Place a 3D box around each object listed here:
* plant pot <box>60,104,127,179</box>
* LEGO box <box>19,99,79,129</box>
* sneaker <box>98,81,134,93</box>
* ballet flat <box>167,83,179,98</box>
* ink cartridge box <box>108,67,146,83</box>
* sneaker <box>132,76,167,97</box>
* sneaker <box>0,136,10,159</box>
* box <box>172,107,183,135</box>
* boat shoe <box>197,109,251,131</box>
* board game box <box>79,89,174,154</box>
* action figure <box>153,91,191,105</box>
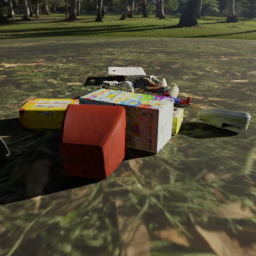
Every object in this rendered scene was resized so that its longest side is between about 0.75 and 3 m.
[{"bbox_3d":[-0.931,0.430,7.184,1.568,1.566,1.382,3,35,9],"label":"plant pot"},{"bbox_3d":[-2.858,-0.555,10.391,1.876,0.724,1.397,0,22,1],"label":"LEGO box"},{"bbox_3d":[-0.711,-1.838,13.449,1.282,0.786,1.970,-17,28,-33],"label":"sneaker"},{"bbox_3d":[2.219,-1.855,13.675,0.551,0.551,1.586,2,23,4],"label":"ballet flat"},{"bbox_3d":[-0.123,-3.293,17.254,2.177,0.553,2.471,-1,22,-3],"label":"ink cartridge box"},{"bbox_3d":[0.784,-2.150,13.989,2.467,0.980,0.968,8,25,21],"label":"sneaker"},{"bbox_3d":[-4.428,0.465,7.894,2.814,1.037,1.126,11,38,35],"label":"sneaker"},{"bbox_3d":[0.530,-0.425,10.142,2.755,0.690,1.037,8,23,19],"label":"box"},{"bbox_3d":[3.322,-0.292,9.926,1.851,0.574,0.666,6,-22,35],"label":"boat shoe"},{"bbox_3d":[-0.043,-0.318,8.931,2.657,1.393,1.369,11,25,24],"label":"board game box"},{"bbox_3d":[1.709,-1.303,12.570,2.104,0.544,0.688,0,25,6],"label":"action figure"}]
